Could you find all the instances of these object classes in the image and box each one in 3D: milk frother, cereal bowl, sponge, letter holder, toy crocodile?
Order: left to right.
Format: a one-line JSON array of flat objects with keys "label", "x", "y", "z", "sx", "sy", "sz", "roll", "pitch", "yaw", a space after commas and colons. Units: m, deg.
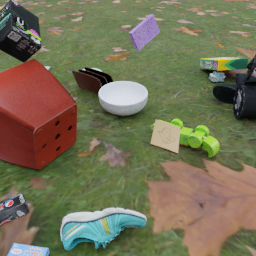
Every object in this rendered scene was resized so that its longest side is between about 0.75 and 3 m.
[{"label": "letter holder", "x": -1.743, "y": -2.507, "z": 13.913, "sx": 1.765, "sy": 1.255, "sz": 0.888, "roll": 22, "pitch": 64, "yaw": 27}, {"label": "cereal bowl", "x": -0.208, "y": -1.233, "z": 12.651, "sx": 2.226, "sy": 0.927, "sz": 2.226, "roll": 0, "pitch": 37, "yaw": 0}, {"label": "sponge", "x": 0.707, "y": -3.992, "z": 11.696, "sx": 0.222, "sy": 0.832, "sz": 1.491, "roll": 17, "pitch": 56, "yaw": 46}, {"label": "toy crocodile", "x": 2.143, "y": 0.311, "z": 10.748, "sx": 2.748, "sy": 0.848, "sz": 0.928, "roll": 17, "pitch": 36, "yaw": 28}, {"label": "milk frother", "x": 5.878, "y": -1.625, "z": 11.612, "sx": 2.372, "sy": 2.522, "sz": 2.276, "roll": 3, "pitch": 66, "yaw": 5}]

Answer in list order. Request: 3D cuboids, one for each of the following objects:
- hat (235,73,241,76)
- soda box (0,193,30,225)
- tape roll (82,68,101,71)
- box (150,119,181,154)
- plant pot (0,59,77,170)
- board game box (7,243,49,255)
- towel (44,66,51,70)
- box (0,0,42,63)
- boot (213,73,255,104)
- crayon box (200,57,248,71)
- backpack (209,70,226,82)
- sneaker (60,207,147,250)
[{"label": "hat", "x": 6.207, "y": -2.613, "z": 14.995, "sx": 0.981, "sy": 0.396, "sz": 0.981, "roll": 2, "pitch": 28, "yaw": -1}, {"label": "soda box", "x": -3.600, "y": 2.432, "z": 8.037, "sx": 1.380, "sy": 0.488, "sz": 0.437, "roll": -21, "pitch": 39, "yaw": -25}, {"label": "tape roll", "x": -2.105, "y": -2.930, "z": 15.525, "sx": 1.414, "sy": 0.258, "sz": 1.414, "roll": 0, "pitch": 37, "yaw": 0}, {"label": "box", "x": 1.194, "y": 0.260, "z": 8.772, "sx": 0.877, "sy": 0.114, "sz": 1.073, "roll": 18, "pitch": 48, "yaw": -2}, {"label": "plant pot", "x": -3.400, "y": -0.286, "z": 9.981, "sx": 2.555, "sy": 2.899, "sz": 2.897, "roll": 29, "pitch": 45, "yaw": 20}, {"label": "board game box", "x": -2.612, "y": 3.491, "z": 6.811, "sx": 0.968, "sy": 0.234, "sz": 1.280, "roll": 5, "pitch": 37, "yaw": 7}, {"label": "towel", "x": -5.226, "y": -3.219, "z": 15.939, "sx": 1.311, "sy": 0.235, "sz": 1.361, "roll": 3, "pitch": 37, "yaw": 4}, {"label": "box", "x": -3.930, "y": -3.449, "z": 9.994, "sx": 1.032, "sy": 1.233, "sz": 1.660, "roll": -31, "pitch": 56, "yaw": 24}, {"label": "boot", "x": 5.315, "y": -1.988, "z": 13.685, "sx": 2.284, "sy": 0.872, "sz": 1.919, "roll": 15, "pitch": 42, "yaw": 8}, {"label": "crayon box", "x": 5.241, "y": -3.586, "z": 15.548, "sx": 1.766, "sy": 0.597, "sz": 2.047, "roll": -5, "pitch": 17, "yaw": -13}, {"label": "backpack", "x": 4.796, "y": -2.783, "z": 15.106, "sx": 0.764, "sy": 0.575, "sz": 0.678, "roll": -10, "pitch": 37, "yaw": -4}, {"label": "sneaker", "x": -0.627, "y": 2.739, "z": 7.502, "sx": 2.323, "sy": 0.900, "sz": 0.925, "roll": -9, "pitch": 51, "yaw": 0}]
